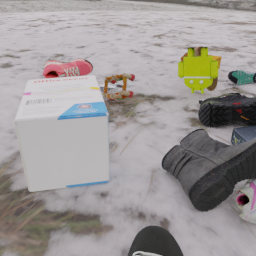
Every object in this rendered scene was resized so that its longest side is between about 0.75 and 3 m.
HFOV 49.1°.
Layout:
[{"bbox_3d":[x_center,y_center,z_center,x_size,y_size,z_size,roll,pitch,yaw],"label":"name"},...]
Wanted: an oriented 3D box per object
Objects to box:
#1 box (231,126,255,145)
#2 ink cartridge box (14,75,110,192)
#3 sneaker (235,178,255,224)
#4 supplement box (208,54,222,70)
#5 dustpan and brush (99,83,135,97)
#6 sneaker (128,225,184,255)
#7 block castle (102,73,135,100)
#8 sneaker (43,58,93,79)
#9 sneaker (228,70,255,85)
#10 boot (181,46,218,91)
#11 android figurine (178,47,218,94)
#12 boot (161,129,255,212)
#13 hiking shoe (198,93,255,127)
[{"bbox_3d":[3.936,0.579,7.318,1.590,0.514,2.016,-7,29,-10],"label":"box"},{"bbox_3d":[-1.587,-0.109,7.196,1.883,1.834,2.929,-5,28,-10],"label":"ink cartridge box"},{"bbox_3d":[2.577,1.333,5.770,0.690,0.636,1.563,9,28,11],"label":"sneaker"},{"bbox_3d":[3.690,-2.961,13.677,0.753,0.778,2.262,23,41,38],"label":"supplement box"},{"bbox_3d":[-0.585,-1.641,11.552,1.721,0.492,1.201,5,28,6],"label":"dustpan and brush"},{"bbox_3d":[0.334,2.170,3.510,1.100,1.314,2.970,2,27,7],"label":"sneaker"},{"bbox_3d":[-0.316,-1.544,10.593,0.637,0.907,1.358,8,-5,-42],"label":"block castle"},{"bbox_3d":[-2.879,-2.646,13.325,2.443,0.900,1.060,-2,39,7],"label":"sneaker"},{"bbox_3d":[5.202,-2.335,12.883,1.771,0.659,0.775,2,16,-20],"label":"sneaker"},{"bbox_3d":[2.923,-2.371,11.669,0.698,1.896,1.467,-20,5,-19],"label":"boot"},{"bbox_3d":[2.566,-2.102,10.318,1.541,1.693,0.348,10,22,34],"label":"android figurine"},{"bbox_3d":[2.098,0.449,6.223,2.675,0.933,1.761,-30,33,-1],"label":"boot"},{"bbox_3d":[3.819,-0.725,9.128,2.988,1.132,1.504,4,31,10],"label":"hiking shoe"}]
